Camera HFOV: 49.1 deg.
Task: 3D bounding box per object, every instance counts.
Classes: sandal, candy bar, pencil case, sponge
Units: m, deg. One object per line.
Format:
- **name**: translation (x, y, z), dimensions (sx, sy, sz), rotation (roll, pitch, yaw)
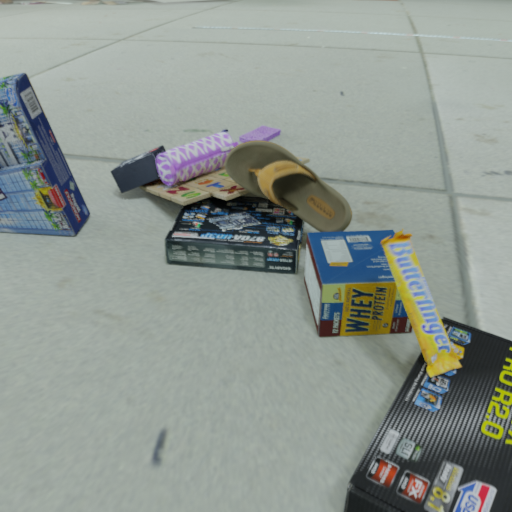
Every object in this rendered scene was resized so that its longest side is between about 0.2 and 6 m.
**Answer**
- **sandal**: translation (0.578, -1.253, 10.236), dimensions (2.610, 1.048, 0.705), rotation (35, 19, 7)
- **candy bar**: translation (2.110, 0.590, 7.273), dimensions (0.482, 1.933, 0.214), rotation (-17, -7, -16)
- **pencil case**: translation (-1.279, -2.150, 12.393), dimensions (1.889, 0.793, 0.808), rotation (-28, 29, -30)
- **sponge**: translation (0.118, -3.427, 15.957), dimensions (0.652, 0.174, 1.169), rotation (21, 39, 29)

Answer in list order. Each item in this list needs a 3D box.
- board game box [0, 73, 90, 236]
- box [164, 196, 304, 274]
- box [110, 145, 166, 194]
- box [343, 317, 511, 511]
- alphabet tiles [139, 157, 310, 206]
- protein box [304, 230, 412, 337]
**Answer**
- **board game box**: translation (-5.488, -1.711, 11.283), dimensions (3.144, 3.146, 0.970), rotation (-9, 32, 13)
- **box**: translation (-0.339, -0.508, 11.076), dimensions (2.523, 0.580, 2.005), rotation (4, 33, 6)
- **box**: translation (-2.604, -2.000, 12.852), dimensions (1.101, 0.573, 1.003), rotation (-20, 20, 12)
- **box**: translation (2.932, 2.314, 6.573), dimensions (2.707, 0.748, 3.379), rotation (19, 38, 27)
- **alphabet tiles**: translation (-0.768, -1.856, 12.631), dimensions (3.150, 0.120, 3.785), rotation (-23, 24, -25)
- **protein box**: translation (1.673, 0.413, 9.230), dimensions (1.540, 1.047, 1.551), rotation (-2, 33, -3)
